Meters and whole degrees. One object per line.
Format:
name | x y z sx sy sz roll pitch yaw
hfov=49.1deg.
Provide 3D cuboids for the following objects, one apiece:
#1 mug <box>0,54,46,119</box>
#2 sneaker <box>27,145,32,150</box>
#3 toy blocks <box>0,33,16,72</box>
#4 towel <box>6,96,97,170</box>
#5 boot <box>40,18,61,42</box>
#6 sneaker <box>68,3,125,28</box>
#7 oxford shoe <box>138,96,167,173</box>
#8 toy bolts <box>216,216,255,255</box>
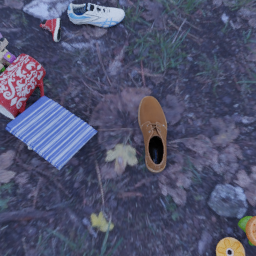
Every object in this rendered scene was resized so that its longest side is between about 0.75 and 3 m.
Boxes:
mug | -3.966 -1.430 10.335 1.391 1.851 2.085 12 64 42
sneaker | -3.148 0.112 10.064 0.609 0.564 1.501 26 82 -23
toy blocks | -5.316 -2.449 10.011 1.791 2.128 1.988 34 75 4
towel | -2.588 0.070 9.425 2.554 0.305 1.849 33 61 18
boot | -3.185 -3.974 11.418 0.824 0.413 1.142 -3 64 -1
sneaker | -1.291 -4.656 11.404 2.325 0.842 0.835 0 71 -1
oxford shoe | 0.945 0.079 9.827 1.018 1.018 2.855 -7 71 -1
toy bolts | 3.916 3.899 8.381 1.959 1.422 2.050 -30 75 -9
